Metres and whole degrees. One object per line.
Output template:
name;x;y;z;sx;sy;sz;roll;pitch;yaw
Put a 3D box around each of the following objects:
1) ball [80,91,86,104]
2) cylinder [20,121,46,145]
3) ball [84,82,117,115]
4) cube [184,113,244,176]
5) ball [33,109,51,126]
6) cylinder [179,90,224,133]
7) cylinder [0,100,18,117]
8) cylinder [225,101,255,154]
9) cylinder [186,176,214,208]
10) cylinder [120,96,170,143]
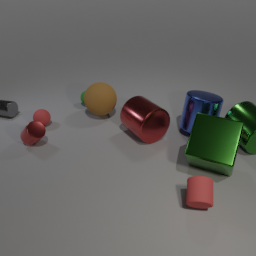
ball;-1.863;-1.412;13.056;0.700;0.700;0.700;0;31;0
cylinder;-3.463;0.193;10.208;0.700;0.700;0.700;21;54;-31
ball;-1.170;-1.248;11.960;1.400;1.400;1.400;0;31;0
cube;2.677;0.531;8.698;1.400;1.400;1.400;14;75;22
ball;-3.528;-0.431;11.470;0.700;0.700;0.700;0;31;0
cylinder;2.827;-0.599;10.873;1.400;1.400;1.400;7;24;-3
cylinder;-5.273;-0.845;12.155;0.700;0.700;0.700;8;32;17
cylinder;4.394;-0.026;10.014;1.400;1.400;1.400;-11;39;-17
cylinder;1.943;1.739;7.565;0.700;0.700;0.700;5;62;8
cylinder;0.636;-0.343;10.653;1.400;1.400;1.400;-18;36;-27
